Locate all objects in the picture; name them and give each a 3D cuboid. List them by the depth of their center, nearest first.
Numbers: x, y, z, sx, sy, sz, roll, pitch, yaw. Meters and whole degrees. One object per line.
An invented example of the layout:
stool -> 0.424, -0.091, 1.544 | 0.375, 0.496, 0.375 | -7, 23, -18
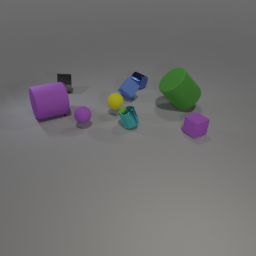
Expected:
cube -> 2.687, -0.111, 11.097 | 0.700, 0.700, 0.700 | -18, 38, -30
ball -> -1.828, -0.537, 11.303 | 0.700, 0.700, 0.700 | 0, 32, 0
cylinder -> 0.035, -0.445, 11.507 | 0.700, 0.700, 0.700 | -18, 26, 9
cylinder -> -3.428, -1.193, 12.188 | 1.400, 1.400, 1.400 | -15, 35, -25
ball -> -0.548, -1.167, 12.205 | 0.700, 0.700, 0.700 | 0, 32, 0
cylinder -> 2.343, -1.756, 12.626 | 1.400, 1.400, 1.400 | -31, 37, 27
cube -> 0.036, -1.933, 13.650 | 0.700, 0.700, 0.700 | -54, 12, -10
cube -> -3.264, -2.289, 14.356 | 0.700, 0.700, 0.700 | -1, 65, -14
cylinder -> 0.587, -2.556, 14.925 | 0.700, 0.700, 0.700 | 31, 43, 27
